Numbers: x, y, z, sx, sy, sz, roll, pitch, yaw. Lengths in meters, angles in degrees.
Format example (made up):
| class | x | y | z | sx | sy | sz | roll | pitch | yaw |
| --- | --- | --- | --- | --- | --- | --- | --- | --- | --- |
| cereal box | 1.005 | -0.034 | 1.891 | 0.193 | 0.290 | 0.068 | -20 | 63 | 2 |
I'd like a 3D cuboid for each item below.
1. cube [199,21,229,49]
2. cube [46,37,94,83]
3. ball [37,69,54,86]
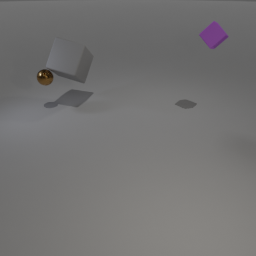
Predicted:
| class | x | y | z | sx | sy | sz | roll | pitch | yaw |
| --- | --- | --- | --- | --- | --- | --- | --- | --- | --- |
| cube | 3.199 | -3.440 | 10.425 | 0.700 | 0.700 | 0.700 | 54 | 30 | 6 |
| cube | -2.535 | -2.960 | 12.411 | 1.400 | 1.400 | 1.400 | 18 | -1 | 10 |
| ball | -3.570 | -2.177 | 12.065 | 0.700 | 0.700 | 0.700 | 0 | 28 | 0 |
